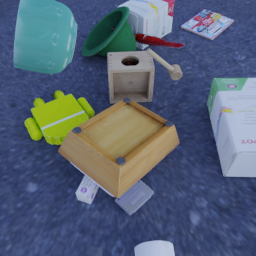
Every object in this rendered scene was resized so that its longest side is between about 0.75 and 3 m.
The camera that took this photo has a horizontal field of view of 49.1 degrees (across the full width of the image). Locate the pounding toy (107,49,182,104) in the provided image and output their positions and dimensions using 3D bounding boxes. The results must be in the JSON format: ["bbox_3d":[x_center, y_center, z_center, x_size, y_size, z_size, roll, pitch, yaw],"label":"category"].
[{"bbox_3d":[0.484,-1.823,8.600,2.201,1.934,1.007,-3,49,-3],"label":"pounding toy"}]

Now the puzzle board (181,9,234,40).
[{"bbox_3d":[3.485,-4.569,12.187,1.532,0.177,2.034,32,56,25],"label":"puzzle board"}]

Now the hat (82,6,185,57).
[{"bbox_3d":[-0.002,-2.917,10.643,2.773,2.441,2.297,9,67,53],"label":"hat"}]

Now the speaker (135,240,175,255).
[{"bbox_3d":[0.577,3.129,5.033,0.812,0.812,2.000,-3,48,-3],"label":"speaker"}]

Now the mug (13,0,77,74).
[{"bbox_3d":[-2.030,-2.490,7.137,1.354,1.799,2.189,9,91,-18],"label":"mug"}]

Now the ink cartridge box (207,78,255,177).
[{"bbox_3d":[3.411,-0.082,7.592,1.970,1.186,2.711,0,47,1],"label":"ink cartridge box"}]

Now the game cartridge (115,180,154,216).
[{"bbox_3d":[0.167,1.664,6.763,0.837,0.161,0.542,-36,62,-27],"label":"game cartridge"}]

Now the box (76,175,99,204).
[{"bbox_3d":[-0.741,1.011,7.176,0.388,0.362,1.872,16,51,13],"label":"box"}]

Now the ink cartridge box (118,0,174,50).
[{"bbox_3d":[0.695,-4.306,11.138,1.374,1.380,1.899,34,56,27],"label":"ink cartridge box"}]

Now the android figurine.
[{"bbox_3d":[-1.968,-0.274,8.251,1.981,0.447,2.176,-26,53,-21],"label":"android figurine"}]

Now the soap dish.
[{"bbox_3d":[-0.140,0.329,7.102,2.000,1.033,2.543,33,46,26],"label":"soap dish"}]
